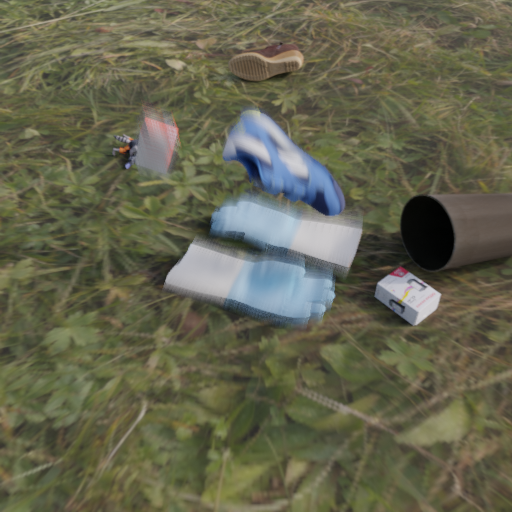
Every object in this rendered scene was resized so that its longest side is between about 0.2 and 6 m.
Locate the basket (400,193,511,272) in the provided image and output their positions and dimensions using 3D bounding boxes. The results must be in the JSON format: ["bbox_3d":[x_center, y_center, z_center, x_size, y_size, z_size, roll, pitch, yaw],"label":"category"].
[{"bbox_3d":[4.066,-0.517,10.432,2.064,1.404,1.861,-6,14,-13],"label":"basket"}]

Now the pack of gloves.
[{"bbox_3d":[0.215,-0.170,10.415,3.045,0.601,2.558,14,48,17],"label":"pack of gloves"}]

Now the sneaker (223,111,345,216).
[{"bbox_3d":[0.432,-1.315,9.203,2.291,0.847,0.942,39,72,-7],"label":"sneaker"}]

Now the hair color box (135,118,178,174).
[{"bbox_3d":[-1.672,-1.818,9.345,0.560,1.009,0.323,18,66,-10],"label":"hair color box"}]

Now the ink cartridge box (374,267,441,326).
[{"bbox_3d":[2.668,0.698,9.900,0.676,0.392,0.915,-31,51,-28],"label":"ink cartridge box"}]

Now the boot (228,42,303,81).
[{"bbox_3d":[0.274,-5.742,16.390,2.159,0.781,1.796,-1,33,0],"label":"boot"}]

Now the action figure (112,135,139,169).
[{"bbox_3d":[-2.922,-2.501,13.094,0.968,0.523,1.001,11,45,23],"label":"action figure"}]
